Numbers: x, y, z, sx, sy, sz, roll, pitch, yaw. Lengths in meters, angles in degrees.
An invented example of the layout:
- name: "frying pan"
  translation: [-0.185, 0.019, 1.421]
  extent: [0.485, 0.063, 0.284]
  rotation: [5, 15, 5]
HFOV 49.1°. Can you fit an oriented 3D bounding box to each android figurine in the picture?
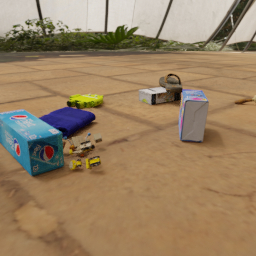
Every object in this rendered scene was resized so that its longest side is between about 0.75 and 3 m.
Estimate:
- name: "android figurine"
  translation: [-1.926, -1.304, 13.165]
  extent: [1.675, 0.378, 1.840]
  rotation: [14, 25, 35]

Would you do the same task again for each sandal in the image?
- name: "sandal"
  translation: [2.126, -2.307, 13.809]
  extent: [1.045, 0.698, 2.558]
  rotation: [1, 21, 1]

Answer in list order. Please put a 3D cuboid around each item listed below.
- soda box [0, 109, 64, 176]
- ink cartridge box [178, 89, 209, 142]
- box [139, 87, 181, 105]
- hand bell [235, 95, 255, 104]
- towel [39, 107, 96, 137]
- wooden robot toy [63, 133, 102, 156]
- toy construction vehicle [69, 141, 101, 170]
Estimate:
- name: "soda box"
  translation: [-2.797, 0.270, 7.743]
  extent: [0.897, 0.948, 2.795]
  rotation: [-14, 24, -35]
- name: "ink cartridge box"
  translation: [2.124, -0.501, 9.347]
  extent: [0.754, 1.347, 1.974]
  rotation: [6, 20, 8]
- name: "box"
  translation: [1.560, -1.606, 13.716]
  extent: [1.851, 0.556, 1.079]
  rotation: [-12, 22, -32]
- name: "hand bell"
  translation: [5.688, -1.289, 13.024]
  extent: [1.379, 0.718, 0.718]
  rotation: [-9, 17, 13]
- name: "towel"
  translation: [-2.208, -0.206, 9.941]
  extent: [1.495, 0.501, 2.024]
  rotation: [14, 23, 17]
- name: "wooden robot toy"
  translation: [-1.316, 0.563, 7.912]
  extent: [1.312, 0.578, 0.595]
  rotation: [-9, 56, -26]
- name: "toy construction vehicle"
  translation: [-1.077, 0.738, 7.044]
  extent: [0.824, 0.290, 0.718]
  rotation: [-19, 59, 9]
